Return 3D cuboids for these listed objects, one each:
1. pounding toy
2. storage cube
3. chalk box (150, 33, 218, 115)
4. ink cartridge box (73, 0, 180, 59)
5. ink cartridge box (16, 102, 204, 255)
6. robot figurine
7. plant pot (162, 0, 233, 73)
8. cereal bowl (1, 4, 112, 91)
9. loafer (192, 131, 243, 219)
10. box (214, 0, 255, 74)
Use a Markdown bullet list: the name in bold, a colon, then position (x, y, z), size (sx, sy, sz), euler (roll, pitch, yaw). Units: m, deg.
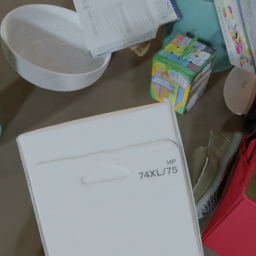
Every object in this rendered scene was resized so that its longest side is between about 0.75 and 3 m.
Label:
- **pounding toy**: position (0.187, -2.806, 8.824), size (2.171, 1.245, 1.241), euler (-2, 80, 28)
- **storage cube**: position (3.007, 1.305, 4.809), size (2.742, 2.465, 2.344), euler (27, 58, 18)
- **chalk box**: position (1.415, -1.548, 7.307), size (1.206, 1.949, 1.212), euler (33, 60, 22)
- **ink cartridge box**: position (-0.179, -3.525, 8.035), size (2.606, 0.529, 2.601), euler (-18, 70, 3)
- **ink cartridge box**: position (-0.050, 0.492, 3.214), size (1.380, 1.880, 1.373), euler (-12, 93, 8)
- **robot figurine**: position (3.677, -0.866, 7.123), size (2.384, 1.488, 1.791), euler (14, 49, 10)
- **plant pot**: position (2.381, -3.338, 8.305), size (2.666, 2.139, 2.666), euler (-2, 62, 4)
- **cereal bowl**: position (-2.016, -2.114, 7.954), size (2.930, 1.220, 2.930), euler (13, 50, -15)
- **loafer**: position (1.807, 0.930, 6.241), size (0.826, 0.891, 2.370), euler (19, 50, 28)
- **box**: position (2.388, -1.964, 5.599), size (0.434, 1.645, 2.110), euler (-20, 20, 9)
